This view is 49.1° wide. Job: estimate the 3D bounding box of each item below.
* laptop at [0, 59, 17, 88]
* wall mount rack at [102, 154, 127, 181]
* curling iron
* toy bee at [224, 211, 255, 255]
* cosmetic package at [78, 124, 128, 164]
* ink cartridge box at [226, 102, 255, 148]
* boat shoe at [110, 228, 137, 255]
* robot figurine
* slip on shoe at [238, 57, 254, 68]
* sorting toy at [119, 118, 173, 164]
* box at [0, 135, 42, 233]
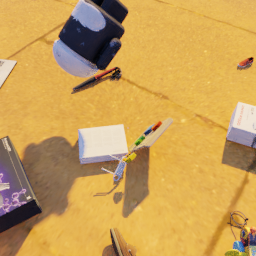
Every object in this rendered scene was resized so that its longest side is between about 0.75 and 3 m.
[{"bbox_3d":[-6.477,-2.878,12.410,2.138,1.239,2.002,8,53,6],"label":"laptop"},{"bbox_3d":[-0.418,1.281,9.345,0.329,0.766,0.881,17,79,47],"label":"wall mount rack"},{"bbox_3d":[-1.327,-2.178,12.442,2.434,0.311,0.603,-23,56,-17],"label":"curling iron"},{"bbox_3d":[3.283,3.210,7.624,1.436,1.192,2.193,-15,55,-12],"label":"toy bee"},{"bbox_3d":[-0.921,0.571,10.183,1.709,0.441,1.288,-6,50,-5],"label":"cosmetic package"},{"bbox_3d":[4.830,-0.004,10.405,1.918,0.823,1.404,19,54,13],"label":"ink cartridge box"},{"bbox_3d":[-0.016,3.522,7.824,0.553,0.585,1.627,-17,63,-18],"label":"boat shoe"},{"bbox_3d":[-1.284,-3.173,9.692,1.862,2.983,2.241,32,15,-19],"label":"robot figurine"},{"bbox_3d":[5.555,-3.116,13.205,0.932,0.285,0.345,-24,57,-16],"label":"slip on shoe"},{"bbox_3d":[0.517,0.429,9.536,0.274,1.525,2.047,49,66,-8],"label":"sorting toy"},{"bbox_3d":[-4.164,1.808,8.837,1.920,1.073,2.720,-24,55,-21],"label":"box"}]
